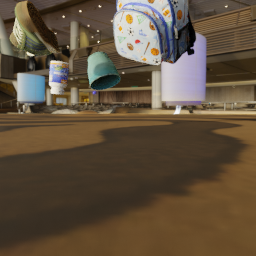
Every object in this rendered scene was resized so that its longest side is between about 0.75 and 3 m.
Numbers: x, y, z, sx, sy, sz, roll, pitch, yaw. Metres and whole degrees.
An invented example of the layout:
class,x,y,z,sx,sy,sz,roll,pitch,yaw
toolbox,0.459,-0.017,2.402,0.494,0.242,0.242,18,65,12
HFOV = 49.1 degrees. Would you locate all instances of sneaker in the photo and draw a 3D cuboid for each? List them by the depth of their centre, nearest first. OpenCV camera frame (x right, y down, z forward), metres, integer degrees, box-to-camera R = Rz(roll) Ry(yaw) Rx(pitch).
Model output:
class,x,y,z,sx,sy,sz,roll,pitch,yaw
sneaker,-3.119,-2.872,8.724,1.252,0.935,2.790,-12,-4,2

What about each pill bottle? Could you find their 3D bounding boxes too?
class,x,y,z,sx,sy,sz,roll,pitch,yaw
pill bottle,-2.444,-1.763,9.885,0.631,1.126,0.631,6,7,-1

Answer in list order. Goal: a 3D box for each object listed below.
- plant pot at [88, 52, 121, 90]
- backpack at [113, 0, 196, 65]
class,x,y,z,sx,sy,sz,roll,pitch,yaw
plant pot,-1.101,-2.438,11.736,1.315,1.236,1.315,-16,-15,-5
backpack,0.467,-2.297,6.001,1.792,1.707,1.381,18,45,27
